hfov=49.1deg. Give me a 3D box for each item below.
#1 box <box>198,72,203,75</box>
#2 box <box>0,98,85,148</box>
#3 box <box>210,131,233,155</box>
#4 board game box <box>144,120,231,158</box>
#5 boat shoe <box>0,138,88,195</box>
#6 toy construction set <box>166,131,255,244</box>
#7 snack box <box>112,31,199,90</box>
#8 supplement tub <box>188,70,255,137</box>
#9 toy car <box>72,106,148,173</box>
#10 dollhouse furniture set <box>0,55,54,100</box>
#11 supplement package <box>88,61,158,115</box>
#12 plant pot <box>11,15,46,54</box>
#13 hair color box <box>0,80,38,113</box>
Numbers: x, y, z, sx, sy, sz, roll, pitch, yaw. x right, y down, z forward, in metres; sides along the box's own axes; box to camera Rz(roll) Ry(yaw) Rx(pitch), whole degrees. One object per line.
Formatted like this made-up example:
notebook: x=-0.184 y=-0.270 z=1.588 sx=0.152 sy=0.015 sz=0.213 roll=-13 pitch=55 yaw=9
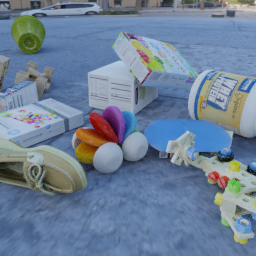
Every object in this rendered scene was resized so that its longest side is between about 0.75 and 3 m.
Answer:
box: x=3.892 y=-2.166 z=12.780 sx=1.277 sy=0.403 sz=1.619 roll=-6 pitch=26 yaw=-13
box: x=-2.917 y=-0.190 z=8.706 sx=1.921 sy=0.507 sz=2.464 roll=23 pitch=35 yaw=39
box: x=2.556 y=0.397 z=7.615 sx=0.445 sy=0.401 sz=0.791 roll=12 pitch=29 yaw=25
board game box: x=1.576 y=0.348 z=7.660 sx=2.289 sy=0.446 sz=1.808 roll=0 pitch=27 yaw=1
boat shoe: x=-2.178 y=0.921 z=5.942 sx=2.902 sy=1.058 sz=0.913 roll=12 pitch=38 yaw=26
toy construction set: x=1.908 y=1.023 z=5.712 sx=1.620 sy=1.138 sz=2.470 roll=-16 pitch=41 yaw=-28
snack box: x=1.063 y=-2.319 z=9.909 sx=2.801 sy=0.742 sz=1.992 roll=-3 pitch=52 yaw=-44
supplement tub: x=3.219 y=-0.719 z=8.377 sx=2.370 sy=1.714 sz=1.714 roll=21 pitch=33 yaw=37
toy car: x=-0.478 y=0.136 z=7.043 sx=1.844 sy=1.383 sz=1.614 roll=-20 pitch=32 yaw=-34
dollhouse furniture set: x=-4.482 y=-1.908 z=11.797 sx=2.241 sy=1.459 sz=2.059 roll=17 pitch=24 yaw=-13
supplement package: x=-0.086 y=-1.592 z=10.550 sx=1.837 sy=1.308 sz=2.359 roll=13 pitch=29 yaw=23
plant pot: x=-6.819 y=-6.240 z=19.273 sx=2.347 sy=2.347 sz=2.259 roll=-8 pitch=39 yaw=-15
hair color box: x=-3.943 y=-1.038 z=9.985 sx=0.526 sy=0.868 sz=1.737 roll=7 pitch=27 yaw=14
